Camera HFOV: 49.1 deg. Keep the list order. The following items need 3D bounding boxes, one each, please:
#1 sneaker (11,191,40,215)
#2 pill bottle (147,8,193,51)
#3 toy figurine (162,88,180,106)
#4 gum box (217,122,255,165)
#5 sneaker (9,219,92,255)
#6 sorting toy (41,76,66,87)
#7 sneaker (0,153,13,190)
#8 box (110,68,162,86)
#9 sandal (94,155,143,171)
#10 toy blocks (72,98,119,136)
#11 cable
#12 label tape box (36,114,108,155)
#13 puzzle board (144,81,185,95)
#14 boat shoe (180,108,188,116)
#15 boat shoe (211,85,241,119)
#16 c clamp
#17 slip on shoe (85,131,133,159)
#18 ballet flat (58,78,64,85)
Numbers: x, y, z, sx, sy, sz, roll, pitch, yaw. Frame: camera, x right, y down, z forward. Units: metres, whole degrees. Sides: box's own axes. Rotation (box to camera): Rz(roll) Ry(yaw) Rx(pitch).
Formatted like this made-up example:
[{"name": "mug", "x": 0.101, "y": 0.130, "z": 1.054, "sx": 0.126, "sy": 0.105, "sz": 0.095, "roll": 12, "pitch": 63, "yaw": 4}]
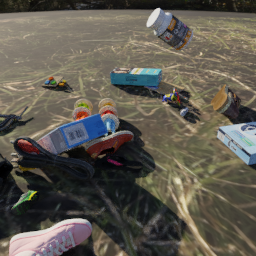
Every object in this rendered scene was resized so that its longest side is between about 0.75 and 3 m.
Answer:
[{"name": "sneaker", "x": -2.800, "y": 2.011, "z": 7.555, "sx": 0.385, "sy": 0.352, "sz": 0.903, "roll": 5, "pitch": 20, "yaw": 23}, {"name": "pill bottle", "x": 1.955, "y": -4.600, "z": 13.100, "sx": 2.026, "sy": 1.179, "sz": 1.179, "roll": 26, "pitch": 19, "yaw": -26}, {"name": "toy figurine", "x": 2.033, "y": -1.361, "z": 13.510, "sx": 0.787, "sy": 0.693, "sz": 1.313, "roll": -22, "pitch": 21, "yaw": 20}, {"name": "gum box", "x": 4.704, "y": 0.457, "z": 10.092, "sx": 2.192, "sy": 0.488, "sz": 1.863, "roll": -8, "pitch": 30, "yaw": -15}, {"name": "sneaker", "x": -1.641, "y": 2.634, "z": 6.020, "sx": 1.830, "sy": 0.689, "sz": 0.957, "roll": -12, "pitch": 28, "yaw": -8}, {"name": "sorting toy", "x": -4.007, "y": -2.600, "z": 15.499, "sx": 1.371, "sy": 0.184, "sz": 1.021, "roll": 6, "pitch": 43, "yaw": 23}, {"name": "sneaker", "x": -4.112, "y": 1.127, "z": 8.615, "sx": 1.155, "sy": 0.848, "sz": 2.553, "roll": -4, "pitch": 33, "yaw": -13}, {"name": "box", "x": 0.455, "y": -2.886, "z": 15.676, "sx": 2.711, "sy": 0.666, "sz": 1.115, "roll": 5, "pitch": 29, "yaw": 16}, {"name": "sandal", "x": -0.305, "y": 1.091, "z": 9.097, "sx": 1.574, "sy": 0.355, "sz": 0.591, "roll": 3, "pitch": 29, "yaw": 5}, {"name": "toy blocks", "x": -1.314, "y": -0.379, "z": 11.246, "sx": 1.871, "sy": 0.815, "sz": 2.245, "roll": -2, "pitch": 29, "yaw": -5}, {"name": "cable", "x": -2.370, "y": 0.862, "z": 8.560, "sx": 2.767, "sy": 1.344, "sz": 0.696, "roll": 5, "pitch": 25, "yaw": 4}, {"name": "label tape box", "x": -2.087, "y": 0.412, "z": 9.419, "sx": 2.368, "sy": 0.783, "sz": 1.697, "roll": -27, "pitch": -2, "yaw": 43}, {"name": "puzzle board", "x": 1.949, "y": -2.142, "z": 15.071, "sx": 1.353, "sy": 0.156, "sz": 1.795, "roll": -27, "pitch": 38, "yaw": -37}, {"name": "boat shoe", "x": 2.437, "y": -0.742, "z": 12.463, "sx": 0.261, "sy": 0.276, "sz": 0.789, "roll": 10, "pitch": 29, "yaw": 29}, {"name": "boat shoe", "x": 4.513, "y": -1.132, "z": 12.636, "sx": 1.064, "sy": 1.066, "sz": 2.956, "roll": 35, "pitch": 23, "yaw": 0}, {"name": "c clamp", "x": -5.667, "y": -0.371, "z": 11.836, "sx": 2.328, "sy": 0.315, "sz": 1.988, "roll": 3, "pitch": 34, "yaw": 1}, {"name": "slip on shoe", "x": -0.572, "y": 0.595, "z": 9.811, "sx": 1.973, "sy": 0.731, "sz": 0.604, "roll": -18, "pitch": 68, "yaw": -39}, {"name": "ballet flat", "x": -3.773, "y": -2.677, "z": 15.872, "sx": 0.277, "sy": 0.276, "sz": 0.811, "roll": -23, "pitch": 23, "yaw": 33}]
